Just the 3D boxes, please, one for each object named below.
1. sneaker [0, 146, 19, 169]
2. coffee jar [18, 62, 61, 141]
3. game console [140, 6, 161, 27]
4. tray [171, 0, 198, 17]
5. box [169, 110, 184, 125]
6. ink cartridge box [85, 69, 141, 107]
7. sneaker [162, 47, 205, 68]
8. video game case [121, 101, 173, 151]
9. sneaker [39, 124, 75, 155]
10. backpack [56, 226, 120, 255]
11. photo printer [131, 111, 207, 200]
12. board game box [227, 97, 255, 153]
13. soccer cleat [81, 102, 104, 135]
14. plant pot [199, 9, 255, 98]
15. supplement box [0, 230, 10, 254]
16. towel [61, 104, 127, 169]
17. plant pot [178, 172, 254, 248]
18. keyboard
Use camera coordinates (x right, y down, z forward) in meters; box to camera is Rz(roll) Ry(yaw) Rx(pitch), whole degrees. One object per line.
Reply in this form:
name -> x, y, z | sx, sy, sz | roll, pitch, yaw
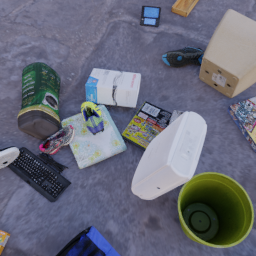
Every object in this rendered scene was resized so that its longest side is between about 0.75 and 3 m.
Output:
sneaker -> -5.248, 1.018, 10.266 | 2.285, 0.835, 1.278 | -32, 65, -8
coffee jar -> -3.473, -1.038, 11.103 | 1.265, 1.546, 2.964 | -20, 57, 21
game console -> 1.149, -5.720, 14.350 | 1.003, 0.593, 0.856 | 7, 60, 5
tray -> 3.141, -6.747, 15.092 | 0.891, 0.334, 1.806 | 27, 63, 15
box -> 1.871, 0.027, 9.875 | 0.931, 0.284, 1.176 | 18, 88, 41
ink cartridge box -> -0.576, -1.680, 11.624 | 2.069, 0.871, 1.496 | 7, 38, 4
sneaker -> 2.580, -3.328, 13.001 | 2.083, 0.763, 0.853 | -1, 45, -8
video game case -> 0.982, 0.055, 10.810 | 1.984, 0.253, 1.793 | 29, 76, 30
sneaker -> -2.616, 0.449, 10.455 | 1.539, 0.575, 0.621 | -42, 61, 13
backpack -> -1.339, 4.330, 7.764 | 2.139, 2.071, 2.549 | 42, 67, 18
photo printer -> 1.132, 0.954, 8.595 | 0.928, 2.671, 2.222 | 33, 54, -7
board game box -> 5.229, -0.192, 11.313 | 1.458, 0.372, 2.152 | -18, 62, -10
soccer cleat -> -1.365, -0.589, 10.316 | 0.706, 0.914, 2.184 | -24, 34, -4
plant pot -> 4.400, -2.843, 11.768 | 2.538, 2.535, 2.247 | 39, 79, 20
supplement box -> -4.214, 3.841, 9.041 | 0.324, 0.335, 0.975 | 16, 59, 6
towel -> -1.377, 0.278, 10.964 | 1.950, 0.549, 2.279 | -24, 62, -11
plant pot -> 2.458, 2.724, 8.700 | 2.098, 2.020, 2.098 | 0, 60, 0
keyboard -> -3.263, 1.478, 10.301 | 2.558, 0.507, 1.331 | 32, 65, 16
